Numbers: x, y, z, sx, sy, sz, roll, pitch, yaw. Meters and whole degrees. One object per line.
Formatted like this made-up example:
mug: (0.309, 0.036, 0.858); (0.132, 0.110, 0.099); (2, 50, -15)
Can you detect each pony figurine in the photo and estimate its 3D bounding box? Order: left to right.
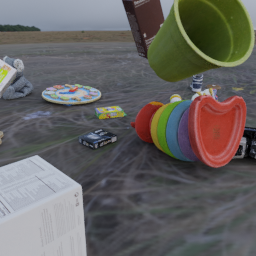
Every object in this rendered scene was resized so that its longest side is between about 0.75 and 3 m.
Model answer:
pony figurine: (3.202, -0.872, 10.547); (1.148, 1.189, 0.990); (-9, -10, -23)

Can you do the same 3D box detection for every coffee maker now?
coffee maker: (3.367, 0.441, 7.524); (1.421, 0.957, 1.365); (8, 1, 16)

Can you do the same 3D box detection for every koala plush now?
koala plush: (-5.528, -2.508, 13.582); (1.704, 1.854, 1.644); (-19, 27, -41)

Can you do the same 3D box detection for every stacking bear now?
stacking bear: (1.313, -0.046, 7.621); (1.819, 1.703, 2.995); (-3, 7, -34)

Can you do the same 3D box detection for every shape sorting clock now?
shape sorting clock: (-2.636, -1.639, 13.180); (2.720, 0.534, 2.720); (0, 21, 0)

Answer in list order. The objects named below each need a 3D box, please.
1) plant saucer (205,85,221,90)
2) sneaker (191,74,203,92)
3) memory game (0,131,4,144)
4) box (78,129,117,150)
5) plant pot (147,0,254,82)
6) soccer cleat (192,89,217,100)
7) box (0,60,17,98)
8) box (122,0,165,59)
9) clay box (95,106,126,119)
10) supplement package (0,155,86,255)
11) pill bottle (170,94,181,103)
plant saucer: (4.658, -2.242, 15.319); (0.848, 0.125, 0.848); (0, 20, 0)
sneaker: (3.672, -2.501, 14.936); (0.562, 0.870, 1.604); (3, 21, 8)
memory game: (-5.107, 0.462, 8.252); (2.715, 0.173, 2.715); (-1, 21, 0)
box: (-0.912, 0.335, 8.532); (0.939, 0.204, 0.752); (-19, 28, -40)
plant pot: (1.607, -2.232, 7.378); (2.311, 2.311, 2.194); (-11, -9, -27)
soccer cleat: (2.879, -0.993, 11.381); (0.894, 0.799, 2.306); (-15, 13, 39)
box: (-3.780, -1.538, 7.395); (1.369, 0.770, 0.694); (34, -22, -16)
box: (0.695, -3.630, 9.828); (1.064, 2.124, 0.796); (-32, 34, -13)
clay box: (-0.662, -0.618, 10.900); (1.134, 0.270, 0.652); (-8, 23, -19)
supplement package: (-1.739, 1.464, 3.964); (1.810, 1.373, 1.363); (-19, 28, -40)
pill bottle: (2.026, -1.095, 11.835); (0.485, 0.485, 0.873); (2, 21, 6)
